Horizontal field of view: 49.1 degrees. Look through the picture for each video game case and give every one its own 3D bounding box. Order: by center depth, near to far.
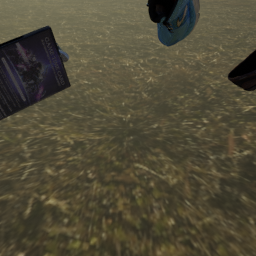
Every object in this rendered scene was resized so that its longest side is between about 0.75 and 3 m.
[{"bbox_3d":[-1.177,-0.516,2.917,1.064,0.760,0.101,-31,50,-18],"label":"video game case"}]

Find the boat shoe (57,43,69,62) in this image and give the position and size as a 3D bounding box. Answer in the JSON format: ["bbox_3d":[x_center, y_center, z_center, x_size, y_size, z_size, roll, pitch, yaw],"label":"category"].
[{"bbox_3d":[-1.549,-1.639,5.980,0.829,0.306,0.283,19,58,28],"label":"boat shoe"}]

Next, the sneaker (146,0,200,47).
[{"bbox_3d":[0.698,-2.228,5.041,1.064,2.365,0.927,-43,76,-10],"label":"sneaker"}]

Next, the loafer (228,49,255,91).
[{"bbox_3d":[2.603,-1.320,5.142,0.585,1.857,0.668,14,58,-15],"label":"loafer"}]
